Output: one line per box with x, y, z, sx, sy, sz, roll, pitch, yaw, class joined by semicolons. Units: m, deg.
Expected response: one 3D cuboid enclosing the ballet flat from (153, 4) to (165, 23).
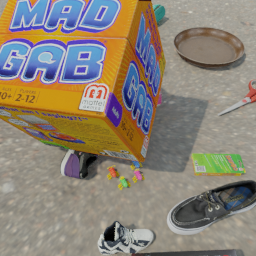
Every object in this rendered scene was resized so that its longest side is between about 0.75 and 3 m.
0.776;-4.972;13.172;0.970;0.928;2.757;5;42;38;ballet flat

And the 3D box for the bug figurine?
-0.015;1.217;7.678;1.057;0.272;0.820;-20;51;-19;bug figurine

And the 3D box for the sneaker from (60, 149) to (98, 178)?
-1.174;0.605;7.995;0.820;0.710;1.874;11;57;12;sneaker

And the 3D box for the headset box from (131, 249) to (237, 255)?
1.221;3.235;5.086;2.298;0.862;1.708;-4;38;5;headset box

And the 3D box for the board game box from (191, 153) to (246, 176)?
2.539;1.029;7.910;1.393;0.209;0.666;-1;48;2;board game box

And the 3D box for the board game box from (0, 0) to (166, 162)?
-1.012;-1.211;6.584;2.991;2.988;2.989;8;72;19;board game box

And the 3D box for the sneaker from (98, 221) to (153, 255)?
-0.045;2.392;6.198;1.278;0.831;0.510;-3;48;-3;sneaker

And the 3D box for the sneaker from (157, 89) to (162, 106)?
-0.019;-1.465;9.663;1.296;1.195;2.937;-29;45;-23;sneaker

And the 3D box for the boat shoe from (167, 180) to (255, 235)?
2.112;1.823;6.738;2.449;0.811;0.856;-11;48;-10;boat shoe

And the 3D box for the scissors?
4.238;-0.943;9.736;1.029;0.196;2.813;36;55;26;scissors

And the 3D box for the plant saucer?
3.355;-3.380;11.839;2.934;0.471;2.934;0;48;0;plant saucer
